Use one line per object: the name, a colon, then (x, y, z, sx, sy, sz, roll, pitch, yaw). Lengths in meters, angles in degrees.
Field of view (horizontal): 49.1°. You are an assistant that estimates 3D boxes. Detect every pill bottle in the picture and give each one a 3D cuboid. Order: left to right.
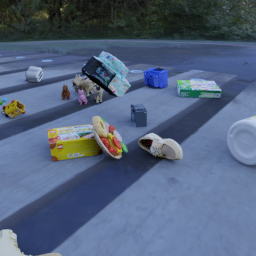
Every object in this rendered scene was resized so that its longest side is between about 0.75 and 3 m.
pill bottle: (4.697, 0.211, 9.239, 2.644, 1.472, 1.472, -14, 27, -29)

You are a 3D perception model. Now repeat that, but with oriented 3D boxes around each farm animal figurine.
farm animal figurine: (-2.323, -2.313, 15.426, 2.612, 1.362, 2.584, 7, 24, 16)

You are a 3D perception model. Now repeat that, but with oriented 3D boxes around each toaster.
toaster: (-6.440, -3.658, 19.237, 0.894, 0.786, 1.384, 4, 43, 5)

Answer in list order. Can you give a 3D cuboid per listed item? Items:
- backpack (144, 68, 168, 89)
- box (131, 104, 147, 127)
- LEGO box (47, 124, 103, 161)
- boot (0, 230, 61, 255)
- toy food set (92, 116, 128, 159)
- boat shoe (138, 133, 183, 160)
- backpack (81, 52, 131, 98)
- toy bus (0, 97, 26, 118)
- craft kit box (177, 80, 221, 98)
backpack: (1.643, -3.206, 17.803, 1.240, 1.200, 1.477, -21, 31, -36)
box: (0.460, -0.548, 12.034, 0.522, 0.724, 0.976, -5, 23, -11)
LEGO box: (-1.841, 0.463, 9.685, 1.720, 0.664, 1.281, -7, 24, -17)
boot: (-2.037, 2.391, 5.257, 1.540, 0.561, 1.197, -12, 25, -18)
toy food set: (-0.622, 0.306, 9.221, 0.375, 1.540, 1.524, -34, -13, 15)
boat shoe: (1.012, 0.679, 9.246, 0.659, 0.703, 1.906, -15, 18, -27)
backpack: (-0.707, -2.020, 10.738, 1.341, 1.782, 1.582, -46, 22, 4)
toy bus: (-5.252, -0.768, 12.675, 1.100, 1.166, 0.603, 1, 52, -16)
craft kit box: (4.129, -2.337, 16.635, 2.320, 0.563, 2.292, 2, 20, 4)
